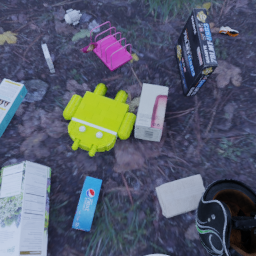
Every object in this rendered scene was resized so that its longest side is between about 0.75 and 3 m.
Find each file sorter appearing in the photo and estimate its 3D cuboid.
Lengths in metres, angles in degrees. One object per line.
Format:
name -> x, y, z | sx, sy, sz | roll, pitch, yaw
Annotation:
file sorter -> -0.729, -3.504, 11.849 | 1.131, 1.021, 1.628 | -34, 69, -15

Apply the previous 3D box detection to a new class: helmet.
helmet -> 3.120, 2.784, 8.228 | 2.408, 2.295, 2.408 | 0, 90, -7

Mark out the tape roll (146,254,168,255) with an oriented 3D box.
tape roll -> 0.872, 5.120, 8.110 | 2.722, 0.497, 2.722 | 0, 66, 0

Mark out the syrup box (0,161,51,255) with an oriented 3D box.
syrup box -> -3.276, 2.599, 8.756 | 1.128, 1.167, 2.865 | -16, 63, 24

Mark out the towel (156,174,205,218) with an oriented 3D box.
towel -> 1.863, 2.316, 9.549 | 1.687, 0.291, 1.118 | -13, 67, -7

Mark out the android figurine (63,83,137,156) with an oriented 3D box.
android figurine -> -1.117, -0.327, 10.614 | 2.688, 0.606, 2.953 | 21, 65, 9

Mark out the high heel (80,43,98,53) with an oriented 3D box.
high heel -> -1.464, -3.206, 11.240 | 0.428, 0.300, 0.890 | 17, 44, 43

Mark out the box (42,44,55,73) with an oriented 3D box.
box -> -3.286, -2.858, 11.577 | 0.199, 0.966, 0.753 | -18, 66, -8

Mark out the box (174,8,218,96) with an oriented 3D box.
box -> 2.489, -2.753, 10.587 | 0.591, 2.363, 2.381 | -4, 72, -7

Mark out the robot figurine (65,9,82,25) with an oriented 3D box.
robot figurine -> -2.551, -5.111, 12.900 | 0.828, 0.467, 0.702 | -33, 103, -14

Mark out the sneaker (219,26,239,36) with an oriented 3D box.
sneaker -> 4.589, -4.424, 12.681 | 0.848, 0.321, 0.390 | 14, 62, 5

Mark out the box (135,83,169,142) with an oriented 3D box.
box -> 0.875, -0.562, 10.401 | 0.979, 1.149, 1.797 | 10, 65, 5

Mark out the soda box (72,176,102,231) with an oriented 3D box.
soda box -> -1.342, 2.498, 9.256 | 0.563, 0.532, 1.659 | 16, 65, -7

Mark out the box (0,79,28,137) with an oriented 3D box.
box -> -4.859, -0.807, 10.852 | 0.903, 0.540, 2.196 | 18, 66, 8
